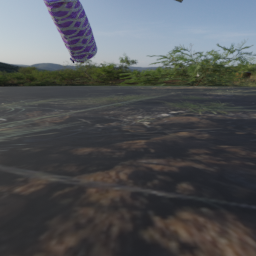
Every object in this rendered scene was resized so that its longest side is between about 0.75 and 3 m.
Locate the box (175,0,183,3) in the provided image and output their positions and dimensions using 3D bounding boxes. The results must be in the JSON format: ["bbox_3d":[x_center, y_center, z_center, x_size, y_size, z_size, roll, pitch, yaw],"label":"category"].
[{"bbox_3d":[1.122,-3.689,6.784,0.874,0.574,0.878,13,-36,-17],"label":"box"}]

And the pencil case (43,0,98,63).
[{"bbox_3d":[-1.685,-3.130,8.500,1.012,2.412,1.031,-25,55,-5],"label":"pencil case"}]
